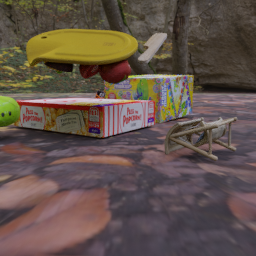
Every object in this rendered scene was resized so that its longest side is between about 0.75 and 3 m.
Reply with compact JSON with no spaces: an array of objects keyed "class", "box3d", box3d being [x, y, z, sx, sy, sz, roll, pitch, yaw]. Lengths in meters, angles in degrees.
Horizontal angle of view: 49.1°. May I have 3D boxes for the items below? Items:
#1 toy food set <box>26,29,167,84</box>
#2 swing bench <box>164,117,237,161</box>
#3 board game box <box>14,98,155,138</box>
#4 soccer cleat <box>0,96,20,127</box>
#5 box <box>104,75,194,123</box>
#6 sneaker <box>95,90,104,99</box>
[{"class":"toy food set","box3d":[-0.653,-1.296,5.559,2.646,0.864,1.557,7,38,11]},{"class":"swing bench","box3d":[1.155,0.124,4.438,0.865,0.561,0.860,6,11,38]},{"class":"board game box","box3d":[-1.114,-0.369,7.275,2.967,0.687,2.248,6,10,32]},{"class":"soccer cleat","box3d":[-3.461,-0.267,5.638,2.501,0.844,1.014,-5,9,9]},{"class":"box","box3d":[0.714,-1.087,9.444,2.219,1.354,2.138,9,15,38]},{"class":"sneaker","box3d":[-1.132,-0.927,10.038,0.588,0.849,1.516,26,13,-6]}]
